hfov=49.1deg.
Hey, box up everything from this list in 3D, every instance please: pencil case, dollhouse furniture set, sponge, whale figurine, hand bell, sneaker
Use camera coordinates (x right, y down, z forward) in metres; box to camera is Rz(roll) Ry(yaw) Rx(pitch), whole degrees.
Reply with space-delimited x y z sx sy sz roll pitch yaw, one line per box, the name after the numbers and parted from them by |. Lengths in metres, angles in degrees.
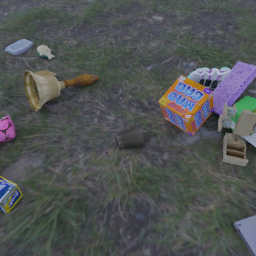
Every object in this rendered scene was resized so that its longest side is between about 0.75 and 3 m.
-4.635 0.186 9.106 1.820 0.826 0.853 -18 82 -19 | pencil case
3.437 0.221 8.475 1.390 1.586 1.053 12 47 8 | dollhouse furniture set
3.607 -1.394 9.885 0.295 1.976 1.102 34 12 -22 | sponge
-3.842 -3.462 13.063 0.859 0.446 0.684 40 49 4 | whale figurine
-2.393 -1.690 10.916 2.860 1.489 1.489 -18 47 -35 | hand bell
3.458 -1.732 10.989 2.070 0.805 1.448 -12 46 -10 | sneaker

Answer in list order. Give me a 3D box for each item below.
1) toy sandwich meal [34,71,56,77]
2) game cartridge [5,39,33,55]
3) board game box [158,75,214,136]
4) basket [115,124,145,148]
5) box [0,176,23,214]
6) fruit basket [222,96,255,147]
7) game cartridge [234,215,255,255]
-3.522 -1.971 11.562 1.132 0.388 1.132 -1 48 1 | toy sandwich meal
-5.246 -3.919 13.589 0.803 0.244 1.204 23 49 25 | game cartridge
1.990 -0.743 9.421 1.244 1.243 1.244 36 80 30 | board game box
0.033 0.319 9.134 0.849 0.577 0.765 -14 62 -8 | basket
-3.919 1.607 7.788 1.894 0.609 0.663 20 52 19 | box
4.371 -0.081 9.446 1.873 0.948 2.023 -33 67 -28 | fruit basket
3.312 2.802 6.905 0.818 0.242 1.262 -10 46 -15 | game cartridge
